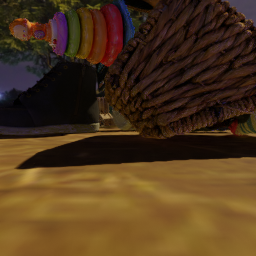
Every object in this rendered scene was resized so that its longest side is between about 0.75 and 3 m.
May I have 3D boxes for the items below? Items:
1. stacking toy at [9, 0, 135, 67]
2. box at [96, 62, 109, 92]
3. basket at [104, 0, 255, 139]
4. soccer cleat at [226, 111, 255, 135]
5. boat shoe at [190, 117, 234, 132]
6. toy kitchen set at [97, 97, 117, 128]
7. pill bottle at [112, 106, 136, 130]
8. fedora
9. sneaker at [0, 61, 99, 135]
[{"bbox_3d":[-1.306,-2.207,6.533,2.711,1.488,1.573,-4,-27,-26],"label":"stacking toy"},{"bbox_3d":[-0.668,-2.830,11.446,0.587,2.027,2.550,-2,-13,-25],"label":"box"},{"bbox_3d":[1.021,-0.532,4.463,2.098,2.010,2.816,39,8,3],"label":"basket"},{"bbox_3d":[2.221,-0.132,4.553,0.994,0.804,2.302,25,6,16],"label":"soccer cleat"},{"bbox_3d":[1.559,-0.196,6.176,1.606,0.577,0.543,2,-2,-2],"label":"boat shoe"},{"bbox_3d":[-0.738,-0.507,8.718,0.900,0.995,1.103,-3,0,-41],"label":"toy kitchen set"},{"bbox_3d":[0.527,-0.451,7.434,1.712,0.991,0.991,-2,3,-33],"label":"pill bottle"},{"bbox_3d":[0.122,-3.793,7.367,2.243,0.915,2.243,20,11,-4],"label":"fedora"},{"bbox_3d":[-1.878,-0.629,5.595,2.794,1.484,1.045,-2,3,-38],"label":"sneaker"}]
